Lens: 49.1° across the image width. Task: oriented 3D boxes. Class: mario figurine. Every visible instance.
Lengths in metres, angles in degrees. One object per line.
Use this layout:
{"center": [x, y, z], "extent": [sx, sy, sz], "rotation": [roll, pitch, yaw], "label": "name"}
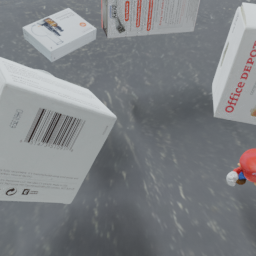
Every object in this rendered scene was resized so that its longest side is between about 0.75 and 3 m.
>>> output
{"center": [1.805, 0.700, 4.040], "extent": [0.560, 1.056, 0.652], "rotation": [40, 89, 25], "label": "mario figurine"}

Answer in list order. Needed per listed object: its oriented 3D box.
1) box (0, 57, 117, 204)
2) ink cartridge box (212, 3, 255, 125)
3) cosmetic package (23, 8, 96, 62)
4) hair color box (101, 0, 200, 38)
{"center": [-1.710, 0.128, 5.045], "extent": [2.068, 2.079, 1.359], "rotation": [16, 19, -41], "label": "box"}
{"center": [3.058, -0.952, 5.058], "extent": [2.624, 1.905, 1.095], "rotation": [11, 44, 7], "label": "ink cartridge box"}
{"center": [-1.589, -2.234, 6.623], "extent": [1.029, 0.353, 1.365], "rotation": [42, 59, 16], "label": "cosmetic package"}
{"center": [0.636, -3.541, 8.031], "extent": [2.717, 1.507, 0.868], "rotation": [-9, 45, -14], "label": "hair color box"}
